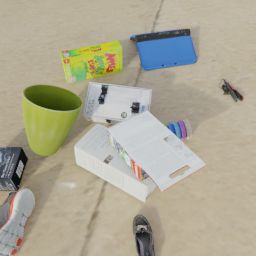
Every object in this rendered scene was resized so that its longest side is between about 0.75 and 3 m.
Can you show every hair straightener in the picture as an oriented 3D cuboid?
[{"bbox_3d":[4.478,-1.686,12.447,0.593,0.315,1.540,-12,50,-10],"label":"hair straightener"}]

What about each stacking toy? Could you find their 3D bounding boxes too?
[{"bbox_3d":[1.403,0.227,10.598,1.885,0.805,0.805,-13,50,-3],"label":"stacking toy"}]

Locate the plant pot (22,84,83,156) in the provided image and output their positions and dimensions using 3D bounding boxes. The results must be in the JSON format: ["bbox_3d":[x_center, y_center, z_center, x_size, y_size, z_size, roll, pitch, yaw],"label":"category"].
[{"bbox_3d":[-2.786,-0.148,9.785,1.968,2.103,1.968,16,27,-8],"label":"plant pot"}]

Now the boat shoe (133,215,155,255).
[{"bbox_3d":[0.482,3.269,8.079,0.583,0.497,1.744,-5,50,-5],"label":"boat shoe"}]

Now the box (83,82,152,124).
[{"bbox_3d":[-0.380,-0.886,11.028,2.507,0.754,1.462,8,79,6],"label":"box"}]

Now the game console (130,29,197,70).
[{"bbox_3d":[1.767,-4.127,14.572,2.888,1.709,2.465,-9,19,-8],"label":"game console"}]

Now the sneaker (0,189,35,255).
[{"bbox_3d":[-3.674,2.958,8.281,1.004,0.945,2.451,-6,42,25],"label":"sneaker"}]

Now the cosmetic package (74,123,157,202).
[{"bbox_3d":[-0.270,1.100,9.532,2.852,1.056,1.450,24,48,20],"label":"cosmetic package"}]

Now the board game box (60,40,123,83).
[{"bbox_3d":[-1.621,-3.037,12.905,2.697,1.370,0.642,-15,51,-12],"label":"board game box"}]

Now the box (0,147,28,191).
[{"bbox_3d":[-4.317,1.379,9.517,1.342,0.788,1.320,0,49,2],"label":"box"}]

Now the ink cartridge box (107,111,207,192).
[{"bbox_3d":[0.757,0.734,8.462,1.600,0.739,2.937,-25,46,-20],"label":"ink cartridge box"}]
